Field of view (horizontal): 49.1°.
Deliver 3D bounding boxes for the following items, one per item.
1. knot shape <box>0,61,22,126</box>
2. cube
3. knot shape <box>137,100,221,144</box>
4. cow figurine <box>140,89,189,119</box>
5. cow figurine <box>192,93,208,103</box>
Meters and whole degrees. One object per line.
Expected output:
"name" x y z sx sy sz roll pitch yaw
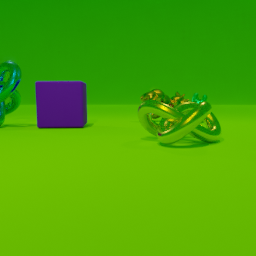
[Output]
"knot shape" -3.362 -0.944 7.392 0.858 1.737 1.856 24 0 -9
"cube" -1.724 -0.638 7.475 1.162 1.162 1.162 -1 7 -4
"knot shape" 0.764 -0.117 4.566 1.317 0.650 1.407 5 6 32
"cow figurine" 1.282 -0.917 9.560 1.401 0.781 1.424 -31 -41 10
"cow figurine" 2.213 -0.596 8.973 0.567 1.017 1.034 15 -6 17
